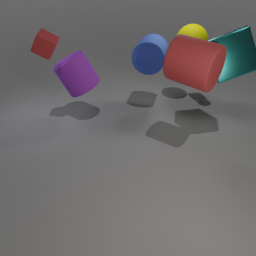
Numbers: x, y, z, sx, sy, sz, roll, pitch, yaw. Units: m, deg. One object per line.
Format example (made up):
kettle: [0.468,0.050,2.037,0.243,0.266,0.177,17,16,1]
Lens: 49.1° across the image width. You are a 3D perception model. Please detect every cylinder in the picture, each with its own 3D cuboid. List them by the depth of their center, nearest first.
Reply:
cylinder: [1.992,-1.941,8.376,1.400,1.400,1.400,26,39,26]
cylinder: [-2.101,-2.213,11.490,1.400,1.400,1.400,-25,27,14]
cylinder: [0.977,-3.192,12.086,1.400,1.400,1.400,7,33,12]

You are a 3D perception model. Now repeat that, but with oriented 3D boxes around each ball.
ball: [2.813,-3.844,12.346,1.400,1.400,1.400,0,31,0]

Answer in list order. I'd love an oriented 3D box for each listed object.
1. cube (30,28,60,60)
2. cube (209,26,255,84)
cube: [-2.947,-2.983,9.969,0.700,0.700,0.700,25,34,-17]
cube: [3.384,-2.422,9.423,1.400,1.400,1.400,-19,10,11]
